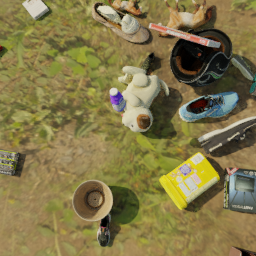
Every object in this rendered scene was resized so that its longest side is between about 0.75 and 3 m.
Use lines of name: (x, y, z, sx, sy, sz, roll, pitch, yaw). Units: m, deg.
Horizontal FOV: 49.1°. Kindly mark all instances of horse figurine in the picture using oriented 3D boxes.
horse figurine: (2.615, -5.044, 12.450, 2.676, 0.668, 1.774, -3, 86, -5)
horse figurine: (-0.188, -5.728, 12.719, 1.753, 0.438, 1.162, 7, 84, -6)

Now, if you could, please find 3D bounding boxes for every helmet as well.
helmet: (2.959, -2.794, 11.205, 2.207, 2.314, 2.314, -18, 75, -46)

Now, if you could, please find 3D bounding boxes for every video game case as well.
video game case: (1.927, -3.099, 9.396, 2.091, 1.495, 0.182, 26, 114, 24)

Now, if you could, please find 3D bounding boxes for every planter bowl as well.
planter bowl: (-1.291, 2.730, 10.688, 1.467, 0.987, 1.467, 0, 79, 0)

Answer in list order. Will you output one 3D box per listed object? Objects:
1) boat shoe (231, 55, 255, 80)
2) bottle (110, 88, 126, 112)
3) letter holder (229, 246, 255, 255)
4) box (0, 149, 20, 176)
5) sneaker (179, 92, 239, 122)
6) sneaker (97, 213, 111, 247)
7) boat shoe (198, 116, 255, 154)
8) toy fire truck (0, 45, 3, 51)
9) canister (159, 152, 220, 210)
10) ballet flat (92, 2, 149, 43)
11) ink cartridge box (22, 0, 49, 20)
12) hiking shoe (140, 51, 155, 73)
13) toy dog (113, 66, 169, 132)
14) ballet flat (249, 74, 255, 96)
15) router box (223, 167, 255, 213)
boat shoe: (5.029, -2.615, 12.079, 0.381, 0.456, 1.276, -37, 77, -2)
bottle: (-0.326, -0.875, 8.566, 0.323, 0.988, 0.413, 25, 73, 20)
letter holder: (4.171, 5.671, 9.687, 1.228, 1.736, 2.442, 17, 79, 4)
box: (-5.119, 1.358, 11.342, 1.213, 0.269, 0.972, 10, 78, 2)
sneaker: (3.379, -0.894, 11.373, 2.496, 1.123, 0.978, -18, 79, -4)
sneaker: (-0.944, 3.888, 10.674, 0.503, 0.541, 1.253, 0, 79, 2)
boat shoe: (4.165, 0.259, 11.226, 2.605, 0.962, 0.786, -22, 79, -1)
toy fire truck: (-6.135, -3.393, 12.345, 0.732, 0.253, 1.038, 36, 80, 7)
canister: (2.405, 2.029, 10.923, 1.924, 0.833, 1.429, -34, 80, -8)
ballet flat: (-0.374, -4.648, 12.245, 2.864, 0.963, 0.975, 26, 80, 5)
ink cartridge box: (-4.237, -5.530, 12.824, 0.783, 0.244, 0.973, -40, 77, -8)
hiking shoe: (0.829, -2.838, 12.086, 0.398, 0.529, 1.051, 25, 79, 5)
toy dog: (0.435, -0.982, 11.339, 2.262, 1.628, 2.333, 10, 79, -18)
ballet flat: (5.580, -1.930, 12.014, 0.418, 0.423, 1.243, 26, 84, -16)
router box: (4.876, 2.454, 10.902, 2.173, 0.675, 1.628, 5, 78, 1)
